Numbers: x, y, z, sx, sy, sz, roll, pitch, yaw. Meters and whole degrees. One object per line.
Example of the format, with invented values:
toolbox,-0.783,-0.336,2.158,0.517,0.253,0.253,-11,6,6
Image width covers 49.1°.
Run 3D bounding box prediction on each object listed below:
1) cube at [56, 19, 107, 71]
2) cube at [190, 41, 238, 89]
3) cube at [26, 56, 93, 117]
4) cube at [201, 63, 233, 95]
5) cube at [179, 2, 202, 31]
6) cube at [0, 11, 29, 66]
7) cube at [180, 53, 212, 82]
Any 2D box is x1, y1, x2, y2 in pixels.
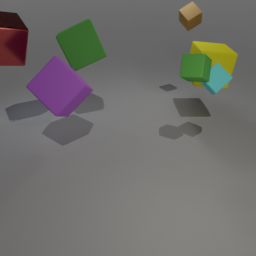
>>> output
cube,-1.785,-3.220,10.781,1.400,1.400,1.400,-24,26,1
cube,3.248,-2.516,11.121,1.400,1.400,1.400,3,32,-6
cube,-2.256,-1.350,9.539,1.400,1.400,1.400,45,3,1
cube,2.830,-1.582,9.098,0.700,0.700,0.700,47,8,4
cube,2.630,-4.699,11.818,0.700,0.700,0.700,-32,70,1
cube,-4.409,-3.114,9.734,1.400,1.400,1.400,-9,45,-35
cube,2.044,-1.796,8.418,0.700,0.700,0.700,8,2,33
